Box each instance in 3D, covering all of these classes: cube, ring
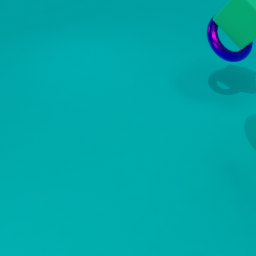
[{"bbox_3d":[3.192,-3.028,7.261,1.148,1.148,1.148,46,69,-2],"label":"cube"},{"bbox_3d":[2.875,-2.564,7.876,1.493,0.299,1.493,4,78,-19],"label":"ring"}]
